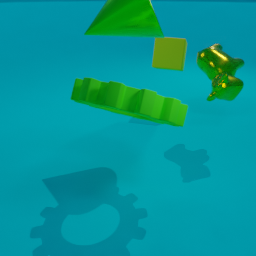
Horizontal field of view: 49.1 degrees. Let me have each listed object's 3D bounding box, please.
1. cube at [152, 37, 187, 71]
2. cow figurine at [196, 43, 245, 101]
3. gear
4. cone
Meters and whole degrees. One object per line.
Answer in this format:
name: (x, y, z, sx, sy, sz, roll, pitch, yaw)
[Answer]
cube: (1.402, -2.448, 9.346, 0.978, 0.978, 0.978, 9, 11, 13)
cow figurine: (2.197, -1.377, 6.903, 1.543, 0.861, 1.568, -26, 64, -37)
gear: (0.022, -0.437, 5.075, 2.033, 0.376, 2.033, 14, 0, 0)
cone: (-0.250, -2.324, 5.941, 1.574, 1.569, 1.569, -22, 24, 14)
